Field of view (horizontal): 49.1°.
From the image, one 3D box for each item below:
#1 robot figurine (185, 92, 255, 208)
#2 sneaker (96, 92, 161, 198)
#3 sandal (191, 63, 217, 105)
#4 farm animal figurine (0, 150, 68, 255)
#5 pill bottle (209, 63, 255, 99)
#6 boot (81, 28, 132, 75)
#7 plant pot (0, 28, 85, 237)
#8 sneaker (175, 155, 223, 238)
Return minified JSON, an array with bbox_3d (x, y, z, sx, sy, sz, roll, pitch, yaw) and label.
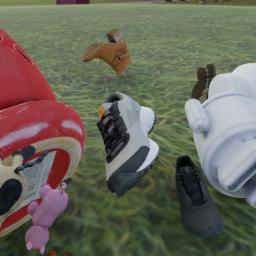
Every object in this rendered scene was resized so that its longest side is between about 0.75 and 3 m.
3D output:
[{"bbox_3d":[2.124,0.239,5.515,2.339,1.558,2.759,35,25,-11],"label":"robot figurine"},{"bbox_3d":[-0.150,0.176,5.296,1.167,1.088,2.944,37,20,-15],"label":"sneaker"},{"bbox_3d":[2.619,-1.382,9.406,0.856,0.572,2.094,-12,40,25],"label":"sandal"},{"bbox_3d":[-1.311,1.381,2.573,1.946,1.968,1.026,-23,30,-11],"label":"farm animal figurine"},{"bbox_3d":[3.855,-1.033,7.870,2.904,1.638,1.638,-9,30,-16],"label":"pill bottle"},{"bbox_3d":[-0.761,-2.793,11.269,2.052,1.587,0.756,-40,36,-15],"label":"boot"},{"bbox_3d":[-2.346,0.081,4.148,2.645,2.905,2.905,43,45,20],"label":"plant pot"},{"bbox_3d":[1.080,1.091,4.758,0.646,0.772,1.702,-17,25,1],"label":"sneaker"}]
